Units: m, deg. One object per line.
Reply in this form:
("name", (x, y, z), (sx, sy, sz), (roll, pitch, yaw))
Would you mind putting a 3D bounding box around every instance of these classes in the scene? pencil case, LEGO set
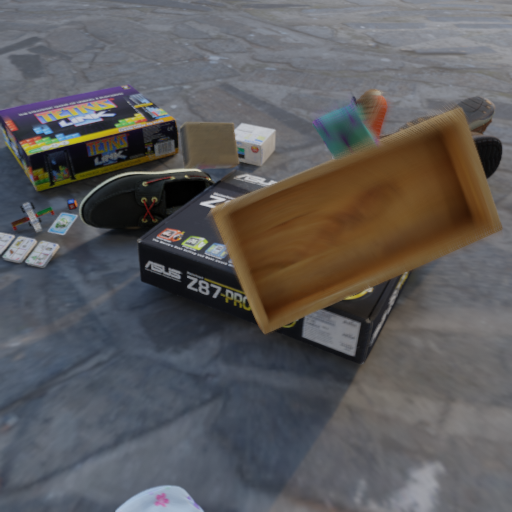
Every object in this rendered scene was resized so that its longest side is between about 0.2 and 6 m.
("pencil case", (1.488, -1.372, 7.965), (0.689, 1.619, 0.748), (-30, 12, 13))
("LEGO set", (-4.044, -0.453, 10.439), (1.285, 0.422, 1.721), (10, 49, 13))
("pencil case", (-0.470, 3.213, 4.788), (1.133, 1.038, 2.498), (-6, 33, -38))

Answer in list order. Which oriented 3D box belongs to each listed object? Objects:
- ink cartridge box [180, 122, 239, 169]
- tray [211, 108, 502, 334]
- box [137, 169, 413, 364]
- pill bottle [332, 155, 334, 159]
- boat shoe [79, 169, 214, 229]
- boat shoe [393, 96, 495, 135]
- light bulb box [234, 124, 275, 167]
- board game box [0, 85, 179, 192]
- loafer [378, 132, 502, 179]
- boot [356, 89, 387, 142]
("ink cartridge box", (-0.876, -2.057, 10.474), (0.994, 0.819, 0.373), (-5, -2, -27))
("tray", (1.296, -0.472, 7.232), (3.379, 1.667, 0.626), (-23, 7, -7))
("box", (0.521, -0.082, 9.278), (3.868, 0.950, 3.118), (18, 36, 23))
("pill bottle", (1.724, -1.928, 10.022), (0.610, 0.610, 1.099), (9, 26, 11))
("boat shoe", (-1.950, -1.054, 10.570), (2.667, 0.976, 0.836), (-16, 31, -27))
("boat shoe", (4.266, -2.733, 12.931), (2.573, 0.924, 0.974), (-20, 54, 4))
("light bulb box", (-0.124, -2.577, 12.965), (0.896, 0.564, 0.904), (15, 40, 18))
("board game box", (-3.917, -2.894, 13.078), (3.350, 0.950, 2.770), (-21, 43, -26))
("loafer", (3.346, -1.999, 11.818), (3.563, 1.301, 1.265), (-5, 27, -17))
("boot", (1.851, -1.700, 9.169), (1.059, 1.975, 0.741), (9, 31, -13))
